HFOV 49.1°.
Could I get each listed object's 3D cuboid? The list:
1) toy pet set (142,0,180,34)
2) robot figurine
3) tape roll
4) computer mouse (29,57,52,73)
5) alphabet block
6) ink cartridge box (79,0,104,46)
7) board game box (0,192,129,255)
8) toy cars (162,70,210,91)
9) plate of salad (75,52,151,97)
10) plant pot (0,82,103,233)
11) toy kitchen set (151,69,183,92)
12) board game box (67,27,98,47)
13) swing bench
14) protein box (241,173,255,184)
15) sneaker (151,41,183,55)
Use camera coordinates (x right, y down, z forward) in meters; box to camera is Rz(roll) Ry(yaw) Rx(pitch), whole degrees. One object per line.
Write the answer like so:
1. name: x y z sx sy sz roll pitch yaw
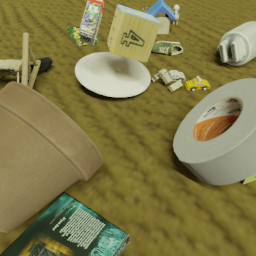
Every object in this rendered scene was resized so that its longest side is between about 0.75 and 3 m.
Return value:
1. toy pet set: 1.392 -5.998 14.398 2.721 1.445 2.541 -1 42 0
2. robot figurine: 4.831 -3.523 11.645 2.576 1.454 2.184 -32 31 -31
3. tape roll: 2.420 0.042 6.892 2.690 0.889 2.690 -40 20 18
4. computer mouse: -4.377 -2.199 10.881 2.959 0.504 0.867 -17 15 -12
5. alphabet block: 0.127 -2.979 8.830 1.254 1.277 1.247 12 30 -15
6. ink cartridge box: -0.992 -3.500 8.376 0.459 1.822 0.993 16 3 -6
7. board game box: -1.534 2.762 5.487 1.910 0.398 2.824 25 48 25
8. toy cars: 2.182 -1.865 10.591 1.888 0.418 0.846 24 47 24
9. plate of salad: -0.563 -1.975 10.535 2.836 0.681 2.836 7 46 -7
10. plant pot: -2.387 0.835 6.273 2.843 2.843 2.480 27 68 27
11. toy kitchen set: 1.456 -1.742 10.573 0.539 0.733 0.915 -31 87 -30
12. board game box: -2.250 -4.510 13.684 0.979 0.219 1.869 -19 45 -18
13. swing bench: -4.509 -1.678 9.386 2.527 1.648 2.541 1 67 -1
14. protein box: 3.405 0.571 7.240 1.300 1.290 0.877 -14 44 -15
15. sneaker: 1.745 -3.489 12.317 1.469 0.493 0.660 -6 38 -11
